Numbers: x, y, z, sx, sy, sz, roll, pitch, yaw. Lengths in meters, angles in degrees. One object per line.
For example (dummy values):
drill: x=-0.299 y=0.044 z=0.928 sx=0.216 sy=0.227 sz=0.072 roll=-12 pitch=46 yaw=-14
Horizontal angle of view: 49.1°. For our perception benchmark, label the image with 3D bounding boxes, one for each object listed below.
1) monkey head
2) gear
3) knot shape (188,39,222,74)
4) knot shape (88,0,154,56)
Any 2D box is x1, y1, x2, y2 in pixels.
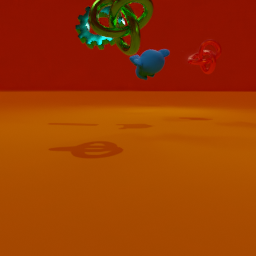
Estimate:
monkey head: x=0.577 y=-2.131 z=8.841 sx=1.521 sy=1.094 sz=0.917 roll=-28 pitch=-21 yaw=-35
gear: x=-0.970 y=-3.528 z=9.658 sx=1.660 sy=1.660 sz=0.307 roll=2 pitch=-14 yaw=13
knot shape: x=3.064 y=-2.827 z=10.847 sx=1.305 sy=1.221 sz=0.603 roll=42 pitch=12 yaw=37
knot shape: x=-0.213 y=-2.315 z=5.979 sx=1.290 sy=1.378 sz=0.637 roll=22 pitch=36 yaw=3
